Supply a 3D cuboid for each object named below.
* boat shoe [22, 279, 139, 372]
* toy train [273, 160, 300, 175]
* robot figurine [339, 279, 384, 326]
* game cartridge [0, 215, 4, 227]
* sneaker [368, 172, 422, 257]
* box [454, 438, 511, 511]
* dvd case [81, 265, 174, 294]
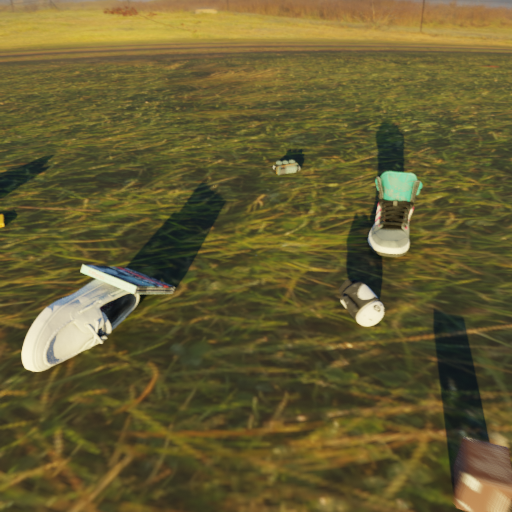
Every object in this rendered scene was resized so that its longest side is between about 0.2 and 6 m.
[{"bbox_3d":[-2.716,1.104,9.038,0.823,0.865,2.403,8,19,17],"label":"boat shoe"},{"bbox_3d":[0.909,-2.610,16.624,0.781,0.333,0.445,-8,42,-18],"label":"toy train"},{"bbox_3d":[1.810,0.793,9.630,0.658,0.546,0.876,-28,56,-12],"label":"robot figurine"},{"bbox_3d":[-6.322,-0.805,13.380,0.545,0.100,0.618,-10,27,-19],"label":"game cartridge"},{"bbox_3d":[3.079,-1.076,12.358,1.035,1.495,2.475,7,28,12],"label":"sneaker"},{"bbox_3d":[2.598,2.543,6.434,0.516,0.522,0.629,11,30,11],"label":"box"},{"bbox_3d":[-2.247,0.427,9.989,1.101,0.166,1.509,20,1,16],"label":"dvd case"}]
